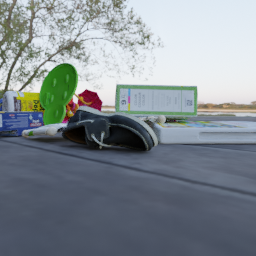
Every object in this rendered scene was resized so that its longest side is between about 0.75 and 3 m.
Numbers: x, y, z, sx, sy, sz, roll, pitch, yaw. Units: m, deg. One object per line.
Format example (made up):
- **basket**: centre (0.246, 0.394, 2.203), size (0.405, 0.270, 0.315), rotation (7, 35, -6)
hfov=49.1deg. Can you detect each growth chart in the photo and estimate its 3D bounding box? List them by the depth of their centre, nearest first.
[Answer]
- **growth chart**: centre (-0.719, -0.057, 6.070), size (2.715, 0.241, 1.965), rotation (-7, 2, -31)

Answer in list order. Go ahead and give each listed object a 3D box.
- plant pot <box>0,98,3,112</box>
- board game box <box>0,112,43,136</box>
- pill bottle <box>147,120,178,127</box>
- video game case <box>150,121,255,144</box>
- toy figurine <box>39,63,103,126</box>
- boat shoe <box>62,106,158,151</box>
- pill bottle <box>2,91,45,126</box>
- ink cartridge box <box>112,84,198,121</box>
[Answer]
- **plant pot**: centre (-4.784, -0.673, 11.942), size (1.311, 1.178, 1.311), rotation (-2, 4, -11)
- **board game box**: centre (-3.397, -0.103, 6.693), size (1.900, 0.586, 1.901), rotation (0, 3, 20)
- **pill bottle**: centre (0.911, -0.170, 8.103), size (1.012, 0.574, 0.574), rotation (0, 3, 5)
- **video game case**: centre (1.885, 0.058, 6.295), size (2.637, 0.332, 2.897), rotation (0, 4, 1)
- **toy figurine**: centre (-1.930, -0.849, 10.815), size (1.895, 2.524, 2.323), rotation (-10, -23, 31)
- **boat shoe**: centre (-0.331, 0.113, 4.276), size (1.792, 0.644, 0.606), rotation (12, 48, 42)
- **pill bottle**: centre (-3.521, -0.723, 11.033), size (2.490, 1.360, 1.360), rotation (-2, 4, -34)
- **ink cartridge box**: centre (0.295, -0.610, 7.068), size (2.616, 0.776, 1.358), rotation (0, -3, -3)
